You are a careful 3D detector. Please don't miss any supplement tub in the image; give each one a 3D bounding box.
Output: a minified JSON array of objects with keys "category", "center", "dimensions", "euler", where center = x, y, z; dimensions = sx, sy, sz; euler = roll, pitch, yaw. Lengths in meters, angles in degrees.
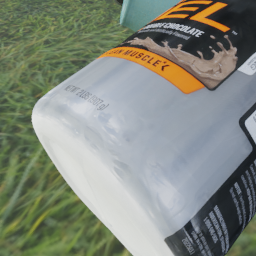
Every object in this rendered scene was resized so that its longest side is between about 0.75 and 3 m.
[{"category":"supplement tub","center":[0.507,-0.189,1.700],"dimensions":[1.870,1.145,1.145],"euler":[-40,54,-22]}]

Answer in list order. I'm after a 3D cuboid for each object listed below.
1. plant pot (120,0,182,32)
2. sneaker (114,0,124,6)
[{"category":"plant pot","center":[0.960,-2.817,6.340],"dimensions":[2.078,2.212,2.212],"euler":[11,40,-9]},{"category":"sneaker","center":[0.158,-3.410,7.407],"dimensions":[1.346,0.551,0.493],"euler":[26,67,-21]}]
